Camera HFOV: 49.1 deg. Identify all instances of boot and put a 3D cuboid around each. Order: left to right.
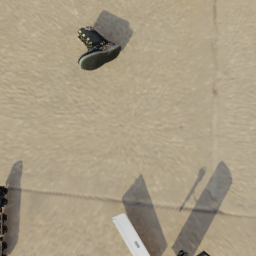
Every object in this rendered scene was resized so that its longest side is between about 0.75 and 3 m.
[{"bbox_3d":[-1.047,-2.177,7.566,1.149,0.549,1.522,41,47,15],"label":"boot"}]

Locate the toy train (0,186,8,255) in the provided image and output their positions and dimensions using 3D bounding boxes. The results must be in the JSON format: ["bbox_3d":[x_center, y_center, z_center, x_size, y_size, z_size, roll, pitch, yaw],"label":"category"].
[{"bbox_3d":[-3.065,2.303,6.548,0.323,0.433,1.892,-11,75,19],"label":"toy train"}]

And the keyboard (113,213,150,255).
[{"bbox_3d":[0.173,2.680,6.427,0.437,0.083,1.552,-34,85,30],"label":"keyboard"}]

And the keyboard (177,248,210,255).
[{"bbox_3d":[1.186,2.967,5.805,0.862,0.140,1.356,38,115,-1],"label":"keyboard"}]
